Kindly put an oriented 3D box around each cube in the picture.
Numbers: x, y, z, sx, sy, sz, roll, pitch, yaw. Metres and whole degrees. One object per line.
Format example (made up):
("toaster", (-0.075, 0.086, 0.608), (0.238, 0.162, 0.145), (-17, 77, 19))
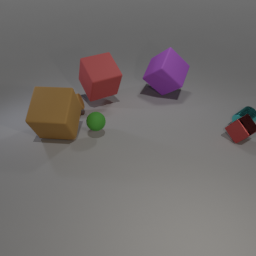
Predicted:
("cube", (-1.260, -2.265, 12.439), (1.400, 1.400, 1.400), (-19, 66, -22))
("cube", (4.084, 0.031, 10.046), (0.700, 0.700, 0.700), (-22, 75, -34))
("cube", (1.812, -2.647, 13.296), (1.400, 1.400, 1.400), (-18, 42, 52))
("cube", (-2.571, -0.503, 9.952), (1.400, 1.400, 1.400), (3, 65, 6))

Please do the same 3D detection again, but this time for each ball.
("ball", (-1.157, -0.236, 10.119), (0.700, 0.700, 0.700), (0, 30, 0))

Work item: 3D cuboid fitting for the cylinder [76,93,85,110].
("cylinder", (-2.289, -1.024, 11.819), (0.700, 0.700, 0.700), (-19, 29, 6))

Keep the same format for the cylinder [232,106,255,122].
("cylinder", (4.550, -0.384, 10.891), (0.700, 0.700, 0.700), (-32, 40, -19))
